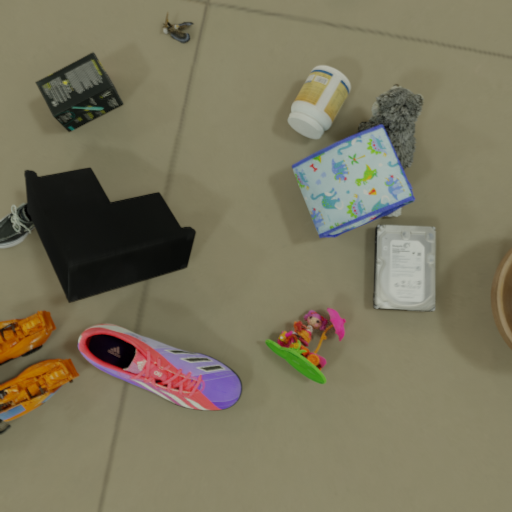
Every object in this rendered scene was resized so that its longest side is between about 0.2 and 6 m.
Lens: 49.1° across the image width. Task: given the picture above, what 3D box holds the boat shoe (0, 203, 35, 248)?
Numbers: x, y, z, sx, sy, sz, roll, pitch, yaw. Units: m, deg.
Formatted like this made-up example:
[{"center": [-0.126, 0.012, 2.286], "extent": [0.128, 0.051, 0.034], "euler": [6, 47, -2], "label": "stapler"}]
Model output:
[{"center": [-4.561, -0.722, 11.020], "extent": [1.647, 0.562, 0.608], "euler": [-28, 84, -3], "label": "boat shoe"}]

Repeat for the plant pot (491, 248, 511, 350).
[{"center": [5.590, 0.857, 10.482], "extent": [2.671, 1.233, 2.671], "euler": [0, 83, 1], "label": "plant pot"}]

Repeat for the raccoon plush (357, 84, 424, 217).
[{"center": [2.768, -2.057, 10.676], "extent": [1.142, 1.582, 2.361], "euler": [-16, 83, -2], "label": "raccoon plush"}]

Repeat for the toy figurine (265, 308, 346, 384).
[{"center": [1.088, 1.527, 10.710], "extent": [1.392, 1.045, 1.281], "euler": [28, 68, 28], "label": "toy figurine"}]

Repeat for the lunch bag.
[{"center": [1.864, -1.378, 10.609], "extent": [1.851, 1.179, 1.574], "euler": [-25, 83, 26], "label": "lunch bag"}]

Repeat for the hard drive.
[{"center": [2.905, 0.238, 10.965], "extent": [1.162, 0.315, 1.663], "euler": [3, 82, 2], "label": "hard drive"}]

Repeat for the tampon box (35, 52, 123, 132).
[{"center": [-3.480, -3.231, 11.140], "extent": [1.285, 0.963, 0.811], "euler": [-29, 84, -3], "label": "tampon box"}]

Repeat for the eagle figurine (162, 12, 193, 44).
[{"center": [-1.642, -4.737, 11.688], "extent": [0.580, 0.438, 0.440], "euler": [13, 127, -27], "label": "eagle figurine"}]

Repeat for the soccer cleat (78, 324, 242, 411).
[{"center": [-1.789, 2.103, 10.353], "extent": [3.167, 1.159, 1.080], "euler": [21, 83, 3], "label": "soccer cleat"}]

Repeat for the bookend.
[{"center": [-2.785, -0.648, 10.548], "extent": [2.366, 1.097, 2.381], "euler": [-18, 58, -30], "label": "bookend"}]

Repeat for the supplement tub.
[{"center": [1.241, -3.047, 11.161], "extent": [0.883, 0.883, 1.220], "euler": [29, 83, 4], "label": "supplement tub"}]

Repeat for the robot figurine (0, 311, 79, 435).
[{"center": [-4.993, 2.286, 10.397], "extent": [2.941, 0.856, 2.132], "euler": [-27, 83, -9], "label": "robot figurine"}]
